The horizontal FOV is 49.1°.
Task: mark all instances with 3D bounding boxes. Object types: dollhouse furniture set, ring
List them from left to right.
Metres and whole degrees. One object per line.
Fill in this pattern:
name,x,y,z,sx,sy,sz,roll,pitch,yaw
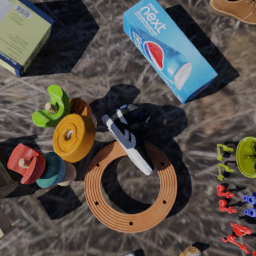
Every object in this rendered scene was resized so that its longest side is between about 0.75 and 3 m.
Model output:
dollhouse furniture set,-3.754,1.847,6.867,2.011,1.264,2.274,-38,82,18
ring,0.066,1.395,6.998,2.301,0.221,2.301,0,67,1

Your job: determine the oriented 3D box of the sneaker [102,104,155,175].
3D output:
sneaker,0.293,0.131,7.014,1.092,0.713,1.952,-35,68,-10

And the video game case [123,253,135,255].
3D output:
video game case,-0.643,4.494,6.592,2.467,0.283,2.248,-20,80,-3

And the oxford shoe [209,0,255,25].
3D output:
oxford shoe,3.367,-3.424,7.823,2.042,0.728,0.728,11,78,0

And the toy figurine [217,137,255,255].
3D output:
toy figurine,3.300,1.594,6.945,1.601,1.410,2.673,2,81,-29

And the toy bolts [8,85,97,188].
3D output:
toy bolts,-1.352,0.508,6.473,2.154,1.564,2.255,36,94,40

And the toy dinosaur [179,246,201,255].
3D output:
toy dinosaur,0.818,3.642,6.633,2.237,0.676,1.188,-23,57,-15

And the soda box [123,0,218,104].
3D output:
soda box,1.048,-2.065,7.476,0.944,0.893,2.783,-36,81,-6

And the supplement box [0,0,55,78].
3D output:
supplement box,-3.036,-2.468,7.202,1.608,1.079,1.606,34,81,-17
